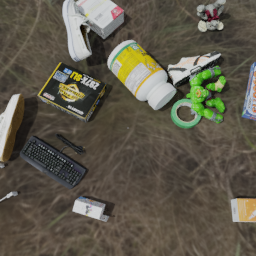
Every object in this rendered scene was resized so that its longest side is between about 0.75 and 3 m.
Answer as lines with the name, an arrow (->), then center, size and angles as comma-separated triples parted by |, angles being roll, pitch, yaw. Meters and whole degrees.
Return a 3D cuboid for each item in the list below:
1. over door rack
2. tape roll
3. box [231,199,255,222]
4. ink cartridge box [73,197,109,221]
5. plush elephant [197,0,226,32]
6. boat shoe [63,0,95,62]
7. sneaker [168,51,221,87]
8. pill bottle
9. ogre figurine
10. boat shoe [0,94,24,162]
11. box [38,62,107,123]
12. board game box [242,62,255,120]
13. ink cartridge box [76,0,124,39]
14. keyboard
over door rack -> -5.148, 2.225, 10.031 | 1.839, 0.613, 1.359 | -29, 75, -9
tape roll -> 2.305, -0.574, 11.130 | 1.163, 0.280, 1.163 | 0, 71, 1
box -> 4.349, 2.888, 9.803 | 1.238, 0.604, 0.770 | 1, 72, 0
ink cartridge box -> -1.225, 2.805, 9.743 | 1.212, 0.698, 0.411 | 16, 88, 5
plush elephant -> 3.620, -4.760, 12.158 | 1.157, 1.404, 1.087 | -14, 94, 9
boat shoe -> -1.859, -4.081, 11.248 | 1.142, 0.989, 2.678 | -14, 75, 21
sneaker -> 2.719, -2.657, 11.517 | 2.391, 0.881, 0.957 | -27, 72, -9
pill bottle -> 0.572, -2.027, 10.963 | 1.506, 1.506, 2.670 | -38, 75, -12
ogre figurine -> 3.034, -1.272, 10.884 | 1.285, 1.052, 2.144 | -3, 110, -7
boat shoe -> -4.706, -0.115, 10.626 | 0.925, 0.945, 2.668 | 11, 73, 3
box -> -2.203, -1.452, 11.295 | 2.176, 0.537, 1.737 | 27, 72, 9
board game box -> 5.642, -1.374, 11.302 | 1.616, 0.411, 2.388 | 15, 74, 6
ink cartridge box -> -1.274, -5.043, 12.353 | 1.824, 0.761, 1.324 | 41, 76, 12
keyboard -> -2.681, 1.032, 10.616 | 2.548, 0.262, 1.619 | 30, 74, 9
